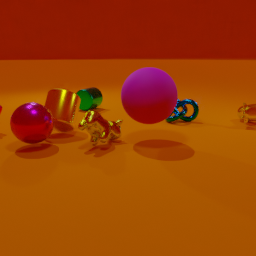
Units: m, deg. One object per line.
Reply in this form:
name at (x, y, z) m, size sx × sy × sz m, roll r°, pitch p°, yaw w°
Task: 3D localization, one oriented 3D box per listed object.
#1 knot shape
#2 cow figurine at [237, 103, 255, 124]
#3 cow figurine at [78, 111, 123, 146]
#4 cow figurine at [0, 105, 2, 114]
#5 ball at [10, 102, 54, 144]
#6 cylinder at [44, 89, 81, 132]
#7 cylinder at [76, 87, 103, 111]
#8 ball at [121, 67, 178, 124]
knot shape at (1.628, -0.649, 8.987) m, size 1.104 × 0.510 × 1.033 m, roll -18°, pitch 53°, yaw -8°
cow figurine at (3.694, -0.463, 8.582) m, size 1.144 × 0.638 × 1.163 m, roll -5°, pitch 2°, yaw -20°
cow figurine at (-0.605, -0.059, 6.651) m, size 0.590 × 1.076 × 1.058 m, roll -19°, pitch 29°, yaw 32°
cow figurine at (-4.078, -0.255, 7.539) m, size 1.174 × 1.155 × 0.644 m, roll 24°, pitch 24°, yaw -15°
ball at (-2.190, -0.109, 6.419) m, size 0.949 × 0.949 × 0.949 m, roll 0°, pitch 15°, yaw 0°
cylinder at (-1.779, -0.450, 7.438) m, size 0.890 × 0.890 × 0.890 m, roll 7°, pitch -22°, yaw 3°
cylinder at (-1.509, -1.130, 10.805) m, size 0.809 × 0.809 × 0.809 m, roll 7°, pitch 17°, yaw 23°
ball at (0.499, -0.753, 6.633) m, size 1.331 × 1.331 × 1.331 m, roll 0°, pitch 15°, yaw 0°
